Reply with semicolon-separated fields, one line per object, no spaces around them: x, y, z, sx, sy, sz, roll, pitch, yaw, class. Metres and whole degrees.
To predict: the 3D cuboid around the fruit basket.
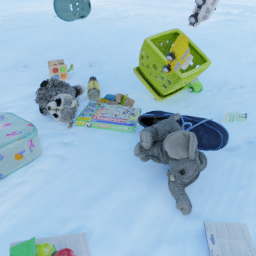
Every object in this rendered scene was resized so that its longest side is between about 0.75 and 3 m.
-1.378;2.558;5.067;1.492;0.699;1.382;5;29;-23;fruit basket

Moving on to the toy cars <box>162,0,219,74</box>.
1.547;-2.242;6.624;0.557;2.516;1.128;32;34;7;toy cars

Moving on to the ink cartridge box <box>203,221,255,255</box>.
2.052;2.331;5.690;0.931;0.202;0.914;1;32;5;ink cartridge box

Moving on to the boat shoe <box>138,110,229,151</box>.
1.507;0.162;8.429;2.878;1.211;0.988;10;12;41;boat shoe

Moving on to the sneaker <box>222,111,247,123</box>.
3.779;-0.354;9.835;0.984;0.362;0.580;-20;31;-33;sneaker

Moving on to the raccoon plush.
-2.006;-1.094;10.314;1.863;1.345;2.780;27;40;24;raccoon plush

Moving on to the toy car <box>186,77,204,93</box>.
2.506;-2.290;12.664;2.429;0.542;2.286;-24;42;-24;toy car

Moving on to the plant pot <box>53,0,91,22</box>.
-1.888;-4.291;9.824;1.136;1.136;1.112;-19;31;-28;plant pot

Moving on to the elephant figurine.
1.333;0.785;7.134;1.532;1.680;2.165;-4;29;-44;elephant figurine

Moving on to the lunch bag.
-4.026;0.560;7.727;2.201;1.058;2.745;25;40;34;lunch bag

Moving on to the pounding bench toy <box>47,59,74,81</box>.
-3.088;-2.757;13.349;1.257;0.781;0.980;-12;34;-19;pounding bench toy

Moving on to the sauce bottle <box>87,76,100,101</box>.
-1.464;-1.741;11.934;0.559;0.559;1.727;-3;31;-5;sauce bottle

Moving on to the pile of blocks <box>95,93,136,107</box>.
-0.441;-1.137;10.854;1.601;0.657;0.498;8;33;13;pile of blocks

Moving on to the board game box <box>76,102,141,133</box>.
-0.648;-0.402;10.011;2.040;0.297;1.373;7;32;11;board game box

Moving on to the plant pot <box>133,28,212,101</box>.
1.622;-2.424;11.289;2.165;1.965;2.154;-29;74;-37;plant pot
